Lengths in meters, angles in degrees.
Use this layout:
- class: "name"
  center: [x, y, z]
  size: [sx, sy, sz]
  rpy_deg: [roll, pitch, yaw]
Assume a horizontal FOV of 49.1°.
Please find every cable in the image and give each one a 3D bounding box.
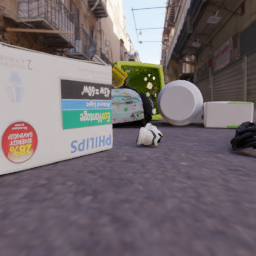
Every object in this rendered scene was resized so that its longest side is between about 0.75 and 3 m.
- class: "cable"
  center: [2.611, 0.209, 4.700]
  size: [1.591, 0.495, 1.950]
  rpy_deg: [9, 7, 31]

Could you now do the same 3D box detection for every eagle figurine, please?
- class: "eagle figurine"
  center: [-0.104, -0.993, 11.561]
  size: [2.380, 1.796, 1.806]
  rpy_deg: [14, 46, -12]

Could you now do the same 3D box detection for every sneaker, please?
- class: "sneaker"
  center: [0.476, 0.173, 5.552]
  size: [0.434, 0.400, 1.086]
  rpy_deg: [15, 12, 11]

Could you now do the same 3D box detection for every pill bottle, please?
- class: "pill bottle"
  center: [2.025, -0.962, 10.771]
  size: [1.660, 1.660, 2.963]
  rpy_deg: [1, 5, 14]

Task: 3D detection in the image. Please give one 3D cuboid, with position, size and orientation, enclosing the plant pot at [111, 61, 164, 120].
- class: "plant pot"
  center: [0.018, -1.634, 13.748]
  size: [2.701, 2.687, 2.451]
  rpy_deg: [-4, -1, -35]

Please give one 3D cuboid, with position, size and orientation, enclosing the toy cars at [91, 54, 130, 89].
- class: "toy cars"
  center: [-0.816, -2.051, 10.503]
  size: [1.247, 0.616, 2.783]
  rpy_deg: [43, -3, -43]

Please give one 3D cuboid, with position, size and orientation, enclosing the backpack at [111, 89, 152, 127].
- class: "backpack"
  center: [-0.371, -0.689, 9.660]
  size: [2.097, 1.328, 1.750]
  rpy_deg: [-4, 8, -13]

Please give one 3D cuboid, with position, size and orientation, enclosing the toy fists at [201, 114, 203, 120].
- class: "toy fists"
  center: [3.896, -0.463, 11.451]
  size: [1.743, 0.599, 0.889]
  rpy_deg: [0, -3, 17]

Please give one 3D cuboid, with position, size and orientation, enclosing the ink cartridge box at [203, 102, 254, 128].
- class: "ink cartridge box"
  center: [3.477, -0.501, 10.004]
  size: [1.503, 0.868, 2.065]
  rpy_deg: [1, 5, 14]

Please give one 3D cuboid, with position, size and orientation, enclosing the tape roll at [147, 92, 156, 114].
- class: "tape roll"
  center: [0.532, -1.422, 16.597]
  size: [2.254, 1.548, 2.254]
  rpy_deg: [2, 3, 0]

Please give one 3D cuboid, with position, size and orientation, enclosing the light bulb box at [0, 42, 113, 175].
- class: "light bulb box"
  center: [-1.833, -0.331, 4.407]
  size: [2.373, 1.481, 2.352]
  rpy_deg: [3, 6, 30]
